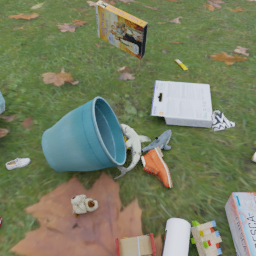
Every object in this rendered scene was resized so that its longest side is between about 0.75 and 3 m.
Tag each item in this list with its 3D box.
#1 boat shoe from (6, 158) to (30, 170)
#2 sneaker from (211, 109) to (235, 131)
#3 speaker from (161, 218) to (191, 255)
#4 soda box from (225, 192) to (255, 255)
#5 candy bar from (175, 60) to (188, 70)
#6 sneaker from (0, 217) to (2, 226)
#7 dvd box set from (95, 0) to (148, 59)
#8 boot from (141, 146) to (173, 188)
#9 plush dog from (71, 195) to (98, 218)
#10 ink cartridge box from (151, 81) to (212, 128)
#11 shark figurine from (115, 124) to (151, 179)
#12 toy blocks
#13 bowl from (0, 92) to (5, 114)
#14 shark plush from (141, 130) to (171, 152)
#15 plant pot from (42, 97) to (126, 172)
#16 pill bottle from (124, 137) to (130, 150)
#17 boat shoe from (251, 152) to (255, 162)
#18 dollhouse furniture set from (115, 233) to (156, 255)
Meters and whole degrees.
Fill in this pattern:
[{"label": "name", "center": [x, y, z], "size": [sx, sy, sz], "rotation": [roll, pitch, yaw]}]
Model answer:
[{"label": "boat shoe", "center": [-4.016, 1.256, 10.228], "size": [0.839, 0.293, 0.297], "rotation": [-15, 47, -14]}, {"label": "sneaker", "center": [2.482, -0.243, 7.394], "size": [0.852, 0.340, 0.554], "rotation": [-11, 85, -34]}, {"label": "speaker", "center": [1.300, 3.456, 7.753], "size": [0.729, 0.729, 1.794], "rotation": [11, 47, 10]}, {"label": "soda box", "center": [3.539, 3.207, 7.839], "size": [0.876, 0.943, 2.756], "rotation": [1, 45, 1]}, {"label": "candy bar", "center": [2.828, -3.387, 14.938], "size": [0.255, 0.113, 1.022], "rotation": [-15, 47, -19]}, {"label": "sneaker", "center": [-4.305, 3.125, 8.384], "size": [0.618, 0.419, 1.070], "rotation": [2, 32, 14]}, {"label": "dvd box set", "center": [-0.301, -4.123, 11.853], "size": [2.404, 1.759, 0.353], "rotation": [32, 62, 16]}, {"label": "boot", "center": [1.017, 1.497, 9.884], "size": [0.871, 0.609, 1.624], "rotation": [-23, 51, 0]}, {"label": "plush dog", "center": [-1.313, 2.454, 8.832], "size": [0.753, 0.876, 0.703], "rotation": [-7, 78, 6]}, {"label": "ink cartridge box", "center": [2.364, -1.113, 12.401], "size": [2.549, 0.552, 2.502], "rotation": [5, 45, 8]}, {"label": "shark figurine", "center": [0.125, 0.938, 10.242], "size": [1.195, 0.835, 2.000], "rotation": [13, 63, -15]}, {"label": "toy blocks", "center": [2.325, 3.210, 8.066], "size": [0.805, 0.588, 1.177], "rotation": [-2, 66, -32]}, {"label": "bowl", "center": [-5.937, -0.685, 10.728], "size": [2.998, 1.568, 2.998], "rotation": [-38, 19, 15]}, {"label": "shark plush", "center": [1.022, 0.525, 10.570], "size": [1.515, 0.631, 0.688], "rotation": [-14, 44, -28]}, {"label": "plant pot", "center": [-1.574, 0.431, 9.581], "size": [2.250, 2.395, 2.395], "rotation": [-19, 44, 14]}, {"label": "pill bottle", "center": [-0.132, 0.610, 10.716], "size": [0.905, 0.510, 0.510], "rotation": [-25, 51, -21]}, {"label": "boat shoe", "center": [5.181, 0.877, 10.509], "size": [1.345, 0.476, 0.466], "rotation": [-40, 58, -22]}, {"label": "dollhouse furniture set", "center": [0.243, 3.888, 7.456], "size": [1.054, 0.797, 1.959], "rotation": [-4, 63, -4]}]
